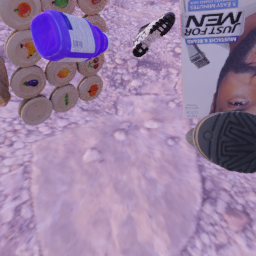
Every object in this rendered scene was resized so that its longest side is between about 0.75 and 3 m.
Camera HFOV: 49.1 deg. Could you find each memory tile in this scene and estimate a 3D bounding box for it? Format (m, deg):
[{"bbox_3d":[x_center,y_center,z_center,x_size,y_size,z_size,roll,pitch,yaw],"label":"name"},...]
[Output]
[{"bbox_3d":[-1.188,-1.292,5.020,1.966,2.565,0.215,-26,53,-32],"label":"memory tile"}]

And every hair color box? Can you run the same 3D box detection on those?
[{"bbox_3d":[1.585,-1.375,4.628,1.408,2.539,0.812,-1,41,14],"label":"hair color box"}]

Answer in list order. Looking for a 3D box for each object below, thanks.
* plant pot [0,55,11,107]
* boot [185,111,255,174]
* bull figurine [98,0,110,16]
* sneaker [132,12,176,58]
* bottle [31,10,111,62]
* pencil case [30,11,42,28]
[{"bbox_3d":[-2.769,-1.102,5.015,1.624,1.624,0.749,18,71,18],"label":"plant pot"},{"bbox_3d":[1.470,0.138,4.411,1.958,0.782,2.154,11,5,-17],"label":"boot"},{"bbox_3d":[-0.576,-4.525,9.071,2.159,0.703,1.311,-32,53,8],"label":"bull figurine"},{"bbox_3d":[0.490,-2.057,5.933,0.389,1.170,0.529,26,38,-35],"label":"sneaker"},{"bbox_3d":[-0.578,-1.021,3.236,0.385,0.493,1.181,-14,7,25],"label":"bottle"},{"bbox_3d":[-2.338,-3.970,7.984,1.178,1.025,2.634,43,62,-12],"label":"pencil case"}]
